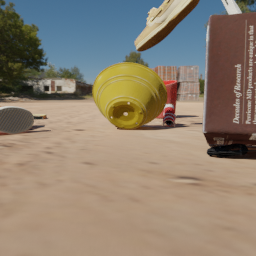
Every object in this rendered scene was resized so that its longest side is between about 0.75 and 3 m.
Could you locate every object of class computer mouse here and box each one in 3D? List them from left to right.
[{"bbox_3d":[2.050,0.428,4.157,1.797,0.306,0.527,-2,13,41],"label":"computer mouse"}]

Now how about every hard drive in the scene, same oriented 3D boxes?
[{"bbox_3d":[3.778,-4.036,9.837,0.290,1.432,2.172,-29,-15,31],"label":"hard drive"}]

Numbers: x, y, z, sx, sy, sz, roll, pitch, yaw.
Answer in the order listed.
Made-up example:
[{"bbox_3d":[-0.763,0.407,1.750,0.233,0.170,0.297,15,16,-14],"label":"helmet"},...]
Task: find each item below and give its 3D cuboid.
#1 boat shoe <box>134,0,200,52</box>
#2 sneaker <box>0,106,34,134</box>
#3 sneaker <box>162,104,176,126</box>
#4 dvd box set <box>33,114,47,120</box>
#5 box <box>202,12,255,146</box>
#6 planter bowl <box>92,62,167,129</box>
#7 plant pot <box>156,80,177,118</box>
[{"bbox_3d":[0.921,-2.980,7.611,2.122,0.734,0.782,-38,-10,25],"label":"boat shoe"},{"bbox_3d":[-3.604,-0.221,7.413,1.980,0.745,1.035,-12,18,-43],"label":"sneaker"},{"bbox_3d":[1.428,-0.249,9.684,0.448,0.707,1.257,-1,-24,13],"label":"sneaker"},{"bbox_3d":[-4.162,-0.505,12.610,0.834,0.168,1.140,0,6,-8],"label":"dvd box set"},{"bbox_3d":[2.504,-0.662,4.716,2.293,1.883,1.902,2,-7,18],"label":"box"},{"bbox_3d":[-0.017,-0.670,8.271,2.322,2.322,0.967,1,41,9],"label":"planter bowl"},{"bbox_3d":[1.500,-1.313,12.884,1.687,1.493,1.687,-9,15,2],"label":"plant pot"}]
